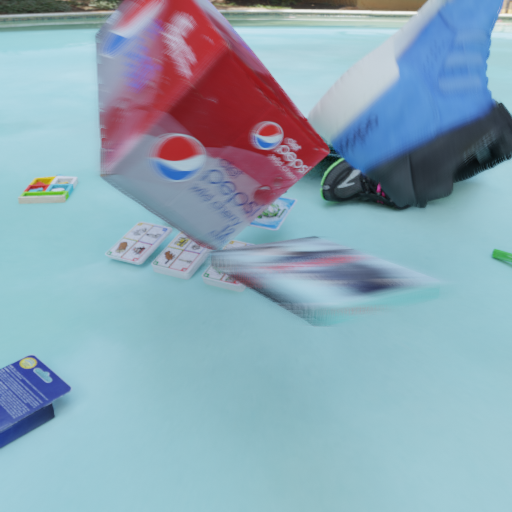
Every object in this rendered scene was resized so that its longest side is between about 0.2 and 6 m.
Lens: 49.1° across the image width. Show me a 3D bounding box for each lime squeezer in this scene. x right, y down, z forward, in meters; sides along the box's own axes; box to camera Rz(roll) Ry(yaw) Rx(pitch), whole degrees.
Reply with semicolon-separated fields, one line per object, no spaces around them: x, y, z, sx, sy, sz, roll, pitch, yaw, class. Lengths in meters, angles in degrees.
4.607;0.372;7.598;2.769;0.522;0.978;13;-1;27;lime squeezer

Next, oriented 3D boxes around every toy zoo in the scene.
-4.092;-1.353;11.159;0.880;0.137;1.341;-2;27;-4;toy zoo

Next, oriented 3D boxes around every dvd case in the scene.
0.460;0.133;4.300;1.091;0.164;1.494;-9;17;-29;dvd case

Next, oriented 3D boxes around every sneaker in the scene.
2.184;-1.840;6.190;3.253;1.810;1.249;-45;3;-26;sneaker
2.377;-1.360;10.318;2.435;0.934;1.020;-5;23;-7;sneaker

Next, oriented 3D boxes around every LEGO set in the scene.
-0.620;-0.479;9.231;2.309;0.759;3.090;12;40;21;LEGO set

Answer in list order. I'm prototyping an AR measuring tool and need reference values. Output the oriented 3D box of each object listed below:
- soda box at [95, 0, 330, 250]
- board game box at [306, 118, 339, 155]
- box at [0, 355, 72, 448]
-0.774;-1.937;6.144;1.486;1.346;4.244;-42;36;15;soda box
2.402;-2.316;11.353;4.106;0.578;2.777;12;10;30;board game box
-2.614;1.523;5.399;0.888;0.238;1.466;23;37;37;box
